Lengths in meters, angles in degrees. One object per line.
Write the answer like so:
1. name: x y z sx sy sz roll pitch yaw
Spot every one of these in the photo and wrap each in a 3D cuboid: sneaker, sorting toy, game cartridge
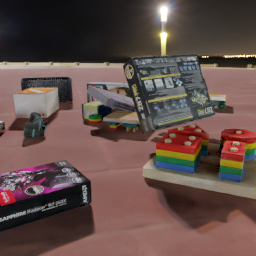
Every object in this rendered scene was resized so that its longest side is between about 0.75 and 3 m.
1. sneaker: -3.210 -0.065 9.904 0.676 0.643 1.705 7 23 -11
2. sorting toy: 1.973 0.557 6.898 2.511 0.874 2.496 7 17 24
3. game cartridge: -0.328 -1.100 11.931 2.550 0.490 1.653 12 13 -41
4. sorting toy: 0.068 -0.251 10.540 2.897 0.490 1.397 5 16 18

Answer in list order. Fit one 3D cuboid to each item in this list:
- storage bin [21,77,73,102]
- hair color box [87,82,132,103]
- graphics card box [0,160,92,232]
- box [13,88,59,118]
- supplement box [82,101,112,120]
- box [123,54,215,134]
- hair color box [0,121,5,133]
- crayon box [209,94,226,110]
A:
1. storage bin: -4.688 -2.230 16.233 2.752 1.290 1.861 -6 17 -18
2. hair color box: -0.866 -1.704 14.437 2.431 1.203 0.737 4 16 15
3. graphics card box: -1.868 1.214 5.212 2.073 0.527 1.300 -9 17 -32
4. box: -4.140 -1.211 12.910 1.365 1.070 2.195 0 16 0
5. supplement box: -1.347 -0.761 12.121 0.937 0.630 0.938 9 18 29
6. box: 1.424 -1.207 9.115 2.838 2.288 0.697 -14 -8 -34
7. hair color box: -5.097 -0.037 9.978 1.226 0.392 0.680 5 16 23
8. crayon box: 4.479 -1.389 14.655 1.189 0.488 1.891 6 17 19
